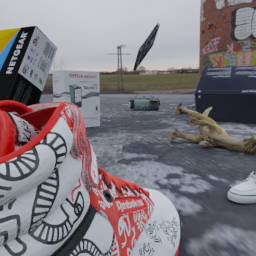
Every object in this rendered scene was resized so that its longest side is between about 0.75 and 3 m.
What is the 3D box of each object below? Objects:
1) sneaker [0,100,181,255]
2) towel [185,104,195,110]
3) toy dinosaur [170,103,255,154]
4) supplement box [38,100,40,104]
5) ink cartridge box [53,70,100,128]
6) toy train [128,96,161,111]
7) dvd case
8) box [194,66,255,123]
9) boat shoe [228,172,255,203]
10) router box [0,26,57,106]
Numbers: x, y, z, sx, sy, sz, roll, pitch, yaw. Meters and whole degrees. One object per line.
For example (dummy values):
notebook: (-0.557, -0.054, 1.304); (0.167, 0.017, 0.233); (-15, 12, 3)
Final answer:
sneaker: (-0.198, 0.403, 1.579); (0.705, 1.132, 2.113); (5, 10, 30)
towel: (3.249, -1.047, 13.392); (1.257, 0.150, 0.923); (-23, -8, 40)
toy dinosaur: (1.700, 0.055, 6.089); (1.476, 0.849, 2.918); (14, 14, -9)
supplement box: (-5.230, -1.144, 13.026); (1.992, 0.853, 1.099); (-5, 10, -31)
ink cartridge box: (-1.509, -0.860, 8.263); (1.228, 1.683, 0.707); (-8, 11, -43)
toy train: (0.849, -1.251, 14.525); (1.728, 0.736, 0.985); (1, 18, 3)
dvd case: (0.475, -2.094, 7.229); (0.088, 1.097, 0.816); (30, -27, 5)
box: (3.660, -1.244, 9.969); (2.231, 1.161, 2.031); (4, 38, 24)
boat shoe: (1.436, 0.610, 3.121); (0.841, 0.281, 0.309); (-5, 10, -32)
router box: (-1.902, -0.295, 3.606); (1.495, 2.005, 0.512); (3, -21, 25)
